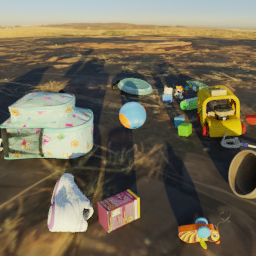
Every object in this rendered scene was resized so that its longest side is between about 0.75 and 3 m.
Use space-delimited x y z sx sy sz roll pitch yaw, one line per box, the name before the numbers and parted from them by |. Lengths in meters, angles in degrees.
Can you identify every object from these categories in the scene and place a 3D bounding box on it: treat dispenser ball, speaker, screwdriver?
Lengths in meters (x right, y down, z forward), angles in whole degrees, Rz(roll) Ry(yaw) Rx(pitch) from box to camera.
treat dispenser ball | 0.163 -0.447 9.705 0.931 0.931 0.931 0 23 0
speaker | 2.755 -1.050 12.034 1.021 0.452 0.452 -14 27 -30
screwdriver | 3.819 0.557 8.496 1.956 0.273 0.285 14 -6 25

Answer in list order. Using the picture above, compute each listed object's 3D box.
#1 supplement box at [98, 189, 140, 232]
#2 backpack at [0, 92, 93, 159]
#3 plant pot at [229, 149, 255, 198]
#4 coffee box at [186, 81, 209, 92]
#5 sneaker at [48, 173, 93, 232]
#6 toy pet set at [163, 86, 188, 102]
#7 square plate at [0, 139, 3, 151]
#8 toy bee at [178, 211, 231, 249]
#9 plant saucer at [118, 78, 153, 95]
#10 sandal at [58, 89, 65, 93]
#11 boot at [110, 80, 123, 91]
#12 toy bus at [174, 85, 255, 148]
supplement box | -0.175 1.641 5.600 0.767 0.502 0.396 -15 26 -32
backpack | -2.139 -0.066 8.048 2.376 1.821 2.088 9 19 -1
plant pot | 3.024 1.091 6.381 0.953 1.093 1.093 12 20 -16
coffee box | 3.725 -2.257 15.093 0.777 0.278 1.264 -5 24 -13
sneaker | -1.176 1.570 5.854 0.848 0.637 1.703 14 21 -14
toy pet set | 2.165 -1.486 12.785 1.114 0.633 1.193 5 -4 11
square plate | -4.271 0.598 8.509 1.078 0.153 1.068 6 24 14
toy bee | 1.430 1.928 5.074 0.958 0.521 0.627 -15 21 34
plant saucer | 0.393 -2.214 14.594 1.851 0.254 1.851 8 29 -4
sandal | -3.354 -1.789 14.071 0.337 0.215 0.897 -3 23 -7
boot | -0.394 -2.268 14.968 0.748 0.376 1.000 5 33 30
toy bus | 3.033 -0.626 9.346 2.495 1.366 2.644 -23 24 -35
